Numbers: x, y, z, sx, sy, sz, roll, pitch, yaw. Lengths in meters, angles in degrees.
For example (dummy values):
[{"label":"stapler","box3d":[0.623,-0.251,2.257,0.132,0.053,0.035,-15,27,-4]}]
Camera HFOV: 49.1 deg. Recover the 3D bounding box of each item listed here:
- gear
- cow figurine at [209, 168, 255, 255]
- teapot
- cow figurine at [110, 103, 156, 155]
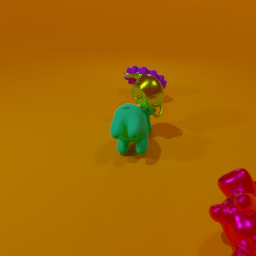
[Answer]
[{"label":"gear","box3d":[0.560,-1.549,9.032,1.349,0.250,1.349,18,-12,4]},{"label":"cow figurine","box3d":[1.778,1.295,4.184,1.382,0.771,1.405,15,49,-50]},{"label":"teapot","box3d":[0.398,-0.853,6.666,0.674,1.377,0.856,-30,-6,-23]},{"label":"cow figurine","box3d":[0.138,-0.161,6.431,0.862,1.571,1.546,0,58,15]}]
